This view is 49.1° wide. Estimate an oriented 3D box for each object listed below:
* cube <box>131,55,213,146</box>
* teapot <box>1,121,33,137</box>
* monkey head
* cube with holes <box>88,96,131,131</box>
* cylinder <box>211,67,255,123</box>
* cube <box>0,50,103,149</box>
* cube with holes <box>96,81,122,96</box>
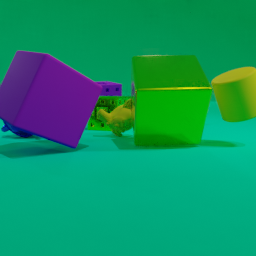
[{"bbox_3d":[0.743,-0.552,5.502,1.301,1.301,1.301,-1,40,-2],"label":"cube"},{"bbox_3d":[-2.427,-0.251,6.610,1.750,1.088,0.857,-20,32,32],"label":"teapot"},{"bbox_3d":[-0.231,-0.294,6.861,0.913,0.765,1.269,35,-30,-1],"label":"monkey head"},{"bbox_3d":[-0.541,-0.466,8.511,1.001,1.001,1.001,3,7,24],"label":"cube with holes"},{"bbox_3d":[2.114,-0.640,5.379,0.814,0.814,0.814,-21,17,7],"label":"cylinder"},{"bbox_3d":[-1.441,-0.509,4.945,1.217,1.217,1.217,20,-4,46],"label":"cube"},{"bbox_3d":[-1.162,-1.230,11.884,1.334,1.334,1.334,-8,18,-30],"label":"cube with holes"}]
